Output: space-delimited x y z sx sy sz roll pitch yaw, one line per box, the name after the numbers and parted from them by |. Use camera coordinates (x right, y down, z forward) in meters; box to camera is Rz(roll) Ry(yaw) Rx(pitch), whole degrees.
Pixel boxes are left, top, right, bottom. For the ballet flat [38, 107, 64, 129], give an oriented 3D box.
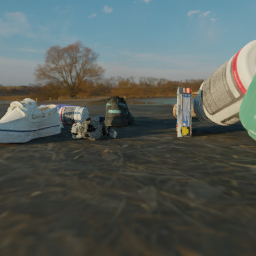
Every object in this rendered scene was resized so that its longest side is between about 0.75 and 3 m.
-3.186 -0.357 9.535 2.465 0.885 0.885 5 8 38 | ballet flat

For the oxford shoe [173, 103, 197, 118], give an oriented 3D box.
3.329 -0.935 14.782 0.936 0.897 2.535 9 11 43 | oxford shoe

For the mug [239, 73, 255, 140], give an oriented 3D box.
2.826 -0.253 5.016 1.649 1.241 2.007 34 27 34 | mug

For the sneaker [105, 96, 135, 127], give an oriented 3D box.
-0.295 -0.693 11.275 1.079 1.134 2.862 -1 4 3 | sneaker

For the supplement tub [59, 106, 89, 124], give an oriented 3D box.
-2.165 -0.500 11.200 1.031 0.724 0.724 2 6 20 | supplement tub

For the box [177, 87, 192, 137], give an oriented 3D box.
1.664 -0.519 8.368 0.392 1.347 1.968 1 7 10 | box

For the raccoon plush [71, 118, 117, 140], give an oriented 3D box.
-0.931 0.159 7.158 1.099 0.532 0.737 30 -28 -33 | raccoon plush

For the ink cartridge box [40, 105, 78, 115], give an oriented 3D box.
-3.060 -0.643 12.554 1.389 0.777 2.035 -3 8 -27 | ink cartridge box

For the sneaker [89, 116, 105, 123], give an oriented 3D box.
-1.358 -0.330 11.630 0.840 0.294 0.456 -7 2 -6 | sneaker

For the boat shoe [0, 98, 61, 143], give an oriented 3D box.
-2.655 -0.234 7.099 1.044 1.028 2.945 2 6 19 | boat shoe

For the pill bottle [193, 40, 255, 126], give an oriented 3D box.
2.875 -0.963 7.449 1.562 1.562 2.822 -2 -14 -15 | pill bottle
